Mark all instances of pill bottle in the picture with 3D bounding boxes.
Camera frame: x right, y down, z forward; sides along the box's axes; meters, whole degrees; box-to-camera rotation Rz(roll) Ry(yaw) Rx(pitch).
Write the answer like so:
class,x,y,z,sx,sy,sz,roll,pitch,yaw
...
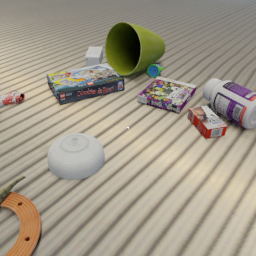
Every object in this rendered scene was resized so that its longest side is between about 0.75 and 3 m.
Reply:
class,x,y,z,sx,sy,sz,roll,pitch,yaw
pill bottle,3.909,-1.013,10.438,1.246,1.246,2.236,-21,41,-26

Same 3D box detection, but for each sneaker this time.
class,x,y,z,sx,sy,sz,roll,pitch,yaw
sneaker,-4.766,-1.155,11.357,0.652,0.406,1.217,14,35,23

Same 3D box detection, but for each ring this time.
class,x,y,z,sx,sy,sz,roll,pitch,yaw
ring,-3.349,2.527,6.419,2.657,0.255,2.657,0,35,0

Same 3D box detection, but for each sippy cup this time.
class,x,y,z,sx,sy,sz,roll,pitch,yaw
sippy cup,1.344,-2.807,13.538,0.803,0.631,0.589,28,32,17

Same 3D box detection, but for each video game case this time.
class,x,y,z,sx,sy,sz,roll,pitch,yaw
video game case,1.673,-1.452,11.805,1.867,0.369,2.060,18,40,24

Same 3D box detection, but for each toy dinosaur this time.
class,x,y,z,sx,sy,sz,roll,pitch,yaw
toy dinosaur,-3.675,1.934,6.753,1.082,0.583,2.455,27,51,4

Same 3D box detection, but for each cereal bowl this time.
class,x,y,z,sx,sy,sz,roll,pitch,yaw
cereal bowl,-1.593,0.712,8.516,1.749,0.728,1.749,0,37,0

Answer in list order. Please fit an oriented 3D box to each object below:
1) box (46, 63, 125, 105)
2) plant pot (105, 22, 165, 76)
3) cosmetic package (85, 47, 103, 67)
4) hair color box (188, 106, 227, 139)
class,x,y,z,sx,sy,sz,roll,pitch,yaw
box,-1.898,-2.034,12.437,2.958,0.557,2.020,-16,39,-21
plant pot,0.603,-3.927,13.889,2.412,2.412,2.578,31,33,35
cosmetic package,-1.787,-3.816,14.923,0.767,0.539,1.513,2,36,3
hair color box,2.815,-0.238,10.054,0.775,0.447,1.397,-9,36,-15
